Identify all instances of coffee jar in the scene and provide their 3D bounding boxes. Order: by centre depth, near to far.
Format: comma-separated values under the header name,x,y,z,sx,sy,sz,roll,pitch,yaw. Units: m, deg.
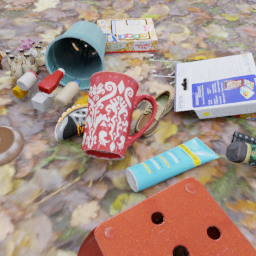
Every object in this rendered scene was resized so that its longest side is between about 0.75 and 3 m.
name,x,y,z,sx,sy,sz,roll,pitch,yaw
coffee jar,3.373,0.762,7.549,1.339,0.698,0.571,14,81,-9

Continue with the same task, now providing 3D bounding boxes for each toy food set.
name,x,y,z,sx,sy,sz,roll,pitch,yaw
toy food set,-2.534,-1.290,9.359,2.528,1.207,1.137,20,51,14

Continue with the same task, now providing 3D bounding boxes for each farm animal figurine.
name,x,y,z,sx,sy,sz,roll,pitch,yaw
farm animal figurine,-3.756,-2.414,10.407,1.929,1.201,2.389,12,32,21

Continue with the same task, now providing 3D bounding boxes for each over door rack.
name,x,y,z,sx,sy,sz,roll,pitch,yaw
over door rack,1.441,-2.152,10.509,1.403,0.467,1.037,10,48,-16

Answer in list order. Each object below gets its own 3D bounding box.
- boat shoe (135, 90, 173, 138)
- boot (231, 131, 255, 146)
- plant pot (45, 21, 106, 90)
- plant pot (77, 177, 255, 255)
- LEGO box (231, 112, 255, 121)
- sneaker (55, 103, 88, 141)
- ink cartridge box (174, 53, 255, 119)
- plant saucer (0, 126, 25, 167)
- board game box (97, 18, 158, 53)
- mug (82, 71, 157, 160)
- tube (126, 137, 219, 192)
name,x,y,z,sx,sy,sz,roll,pitch,yaw
boat shoe,0.834,-0.546,9.036,0.736,0.718,1.945,24,54,19
boot,3.742,0.287,8.626,0.965,0.317,0.795,15,49,18
plant pot,-1.711,-2.808,10.287,2.070,2.070,2.028,5,41,4
plant pot,0.785,2.673,5.039,2.981,2.630,2.984,-23,54,-18
LEGO box,4.041,-0.887,9.494,0.899,0.466,1.208,14,51,12
sneaker,-1.188,-0.241,8.689,2.332,0.913,0.901,-33,62,-26
ink cartridge box,2.993,-1.447,9.566,2.704,0.635,2.672,-7,45,18
plant saucer,-3.974,0.472,8.462,1.581,0.289,1.581,0,49,0
board game box,-0.079,-4.022,12.101,2.466,0.571,1.868,-3,50,-2
mug,-0.323,-0.286,7.549,1.882,1.415,2.121,-2,69,28
tube,1.212,0.978,7.792,2.595,0.654,1.005,-20,48,-22
